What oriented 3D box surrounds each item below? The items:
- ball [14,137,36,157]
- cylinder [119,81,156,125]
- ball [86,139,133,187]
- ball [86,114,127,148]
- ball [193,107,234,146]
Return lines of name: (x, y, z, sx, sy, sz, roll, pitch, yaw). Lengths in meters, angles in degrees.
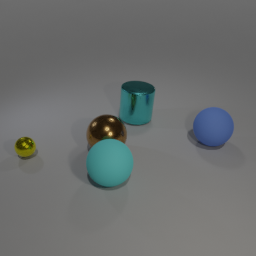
ball: (-3.495, 0.640, 9.527, 0.700, 0.700, 0.700, 0, 32, 0)
cylinder: (0.368, -1.066, 11.643, 1.400, 1.400, 1.400, 4, 31, -2)
ball: (-0.537, 1.028, 8.319, 1.400, 1.400, 1.400, 0, 32, 0)
ball: (-0.729, 0.229, 9.624, 1.400, 1.400, 1.400, 0, 32, 0)
ball: (3.049, -0.048, 10.036, 1.400, 1.400, 1.400, 0, 32, 0)
